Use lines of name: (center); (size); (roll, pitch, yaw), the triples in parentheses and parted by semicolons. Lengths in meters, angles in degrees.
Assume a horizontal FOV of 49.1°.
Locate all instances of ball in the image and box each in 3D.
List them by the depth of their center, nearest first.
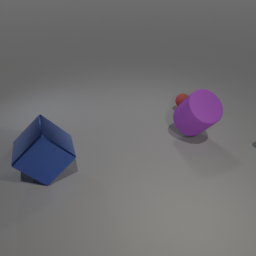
ball: (2.600, -1.286, 13.277); (0.700, 0.700, 0.700); (0, 31, 0)

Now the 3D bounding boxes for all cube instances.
cube: (-2.741, 0.707, 9.115); (1.400, 1.400, 1.400); (-44, 33, 9)

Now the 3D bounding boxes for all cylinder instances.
cylinder: (2.655, -0.565, 10.761); (1.400, 1.400, 1.400); (7, 67, -16)
